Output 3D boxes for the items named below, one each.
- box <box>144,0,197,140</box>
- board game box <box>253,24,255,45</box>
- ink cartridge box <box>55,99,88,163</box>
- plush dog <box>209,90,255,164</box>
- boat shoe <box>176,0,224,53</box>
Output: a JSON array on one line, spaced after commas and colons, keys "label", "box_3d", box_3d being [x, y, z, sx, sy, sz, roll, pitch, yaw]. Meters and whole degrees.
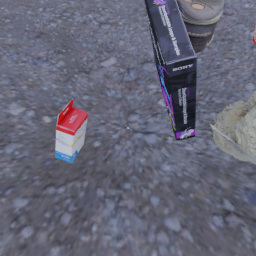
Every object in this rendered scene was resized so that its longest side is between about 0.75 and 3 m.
[{"label": "box", "box_3d": [0.615, -0.889, 4.036, 0.376, 2.080, 1.487, -13, 62, 5]}, {"label": "board game box", "box_3d": [3.076, -2.550, 5.959, 0.376, 1.623, 1.230, 5, 28, 12]}, {"label": "ink cartridge box", "box_3d": [-0.991, 0.058, 4.936, 0.335, 0.996, 0.579, 20, 41, 5]}, {"label": "plush dog", "box_3d": [2.725, -0.307, 4.121, 2.679, 2.150, 2.301, 36, 90, 33]}, {"label": "boat shoe", "box_3d": [1.134, -1.982, 4.790, 0.856, 0.843, 2.299, 15, 40, 10]}]
